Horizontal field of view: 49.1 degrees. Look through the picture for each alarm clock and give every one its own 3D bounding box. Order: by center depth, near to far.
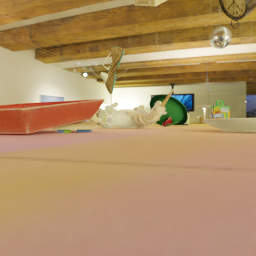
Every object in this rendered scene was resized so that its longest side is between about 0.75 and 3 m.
[{"bbox_3d":[3.335,-3.779,8.528,0.565,1.699,1.146,-31,52,-12],"label":"alarm clock"}]

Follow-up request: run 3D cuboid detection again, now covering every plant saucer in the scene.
[{"bbox_3d":[-1.924,-0.235,5.202,2.299,0.422,2.294,-1,8,23],"label":"plant saucer"}]

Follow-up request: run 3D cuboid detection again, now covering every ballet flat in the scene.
[{"bbox_3d":[-0.702,-2.293,11.043,0.674,1.862,0.631,14,14,-11],"label":"ballet flat"}]

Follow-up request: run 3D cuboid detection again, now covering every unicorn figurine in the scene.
[{"bbox_3d":[0.099,-0.393,8.682,2.835,1.047,1.947,-14,9,8],"label":"unicorn figurine"}]

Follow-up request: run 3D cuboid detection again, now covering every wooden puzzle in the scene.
[{"bbox_3d":[-1.069,-0.008,5.546,0.847,0.212,0.914,-1,6,-13],"label":"wooden puzzle"}]

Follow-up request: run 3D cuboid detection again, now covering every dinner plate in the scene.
[{"bbox_3d":[2.704,-0.072,5.582,2.364,0.287,2.364,-1,2,0],"label":"dinner plate"}]

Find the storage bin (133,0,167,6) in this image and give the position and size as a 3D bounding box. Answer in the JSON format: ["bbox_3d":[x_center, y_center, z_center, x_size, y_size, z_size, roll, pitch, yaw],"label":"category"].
[{"bbox_3d":[0.755,-4.152,8.667,0.927,0.438,0.934,23,51,39],"label":"storage bin"}]

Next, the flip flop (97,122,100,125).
[{"bbox_3d":[-1.651,-0.260,16.102,0.323,0.229,0.797,-1,2,-35],"label":"flip flop"}]

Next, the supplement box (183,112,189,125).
[{"bbox_3d":[3.330,-0.557,16.635,0.534,0.794,0.795,0,1,20],"label":"supplement box"}]

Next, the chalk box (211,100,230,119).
[{"bbox_3d":[4.092,-0.650,12.454,0.725,1.161,0.720,0,1,7],"label":"chalk box"}]

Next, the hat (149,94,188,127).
[{"bbox_3d":[1.410,-0.203,12.332,1.898,2.017,2.292,12,-36,30],"label":"hat"}]
